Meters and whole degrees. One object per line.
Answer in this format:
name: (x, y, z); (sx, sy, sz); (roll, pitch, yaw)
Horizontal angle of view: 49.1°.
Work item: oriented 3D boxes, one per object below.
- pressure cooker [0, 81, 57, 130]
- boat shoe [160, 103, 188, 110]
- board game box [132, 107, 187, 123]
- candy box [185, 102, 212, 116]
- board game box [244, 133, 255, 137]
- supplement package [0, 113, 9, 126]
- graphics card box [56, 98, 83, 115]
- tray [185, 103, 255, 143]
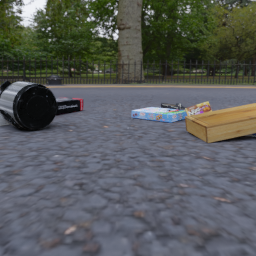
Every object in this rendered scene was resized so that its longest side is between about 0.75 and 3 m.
pressure cooker: (-3.484, -0.781, 9.578); (1.797, 1.580, 1.605); (15, 15, 42)
boat shoe: (2.313, -0.975, 13.452); (1.528, 0.461, 0.565); (4, 12, 21)
board game box: (1.338, -0.573, 11.679); (1.925, 0.352, 1.456); (8, 14, 39)
candy box: (2.673, -0.612, 10.573); (0.907, 0.529, 0.256); (-16, -27, 6)
board game box: (4.230, 0.004, 8.823); (1.524, 0.314, 1.520); (6, 12, 26)
supplement package: (-4.863, -0.692, 10.602); (1.396, 0.994, 1.793); (5, 13, 27)
graphics card box: (-3.483, -1.041, 13.335); (1.571, 0.637, 2.504); (6, 11, 27)
tray: (3.384, -0.263, 8.415); (2.937, 0.544, 1.449); (-12, 15, -9)
